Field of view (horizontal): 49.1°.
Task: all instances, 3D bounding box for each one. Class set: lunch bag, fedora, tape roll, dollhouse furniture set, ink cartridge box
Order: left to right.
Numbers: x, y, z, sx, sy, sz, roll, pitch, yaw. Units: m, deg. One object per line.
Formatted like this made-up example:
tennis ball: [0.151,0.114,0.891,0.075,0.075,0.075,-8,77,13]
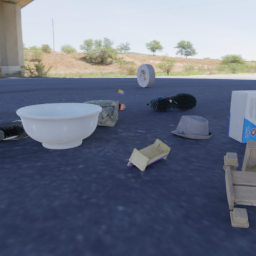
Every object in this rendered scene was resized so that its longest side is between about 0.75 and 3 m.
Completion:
lunch bag: [-1.292,-0.673,11.689,1.705,1.002,1.398,5,13,2]
tape roll: [1.855,-5.424,29.023,0.789,2.389,2.389,-7,15,-28]
fedora: [2.241,-0.081,9.777,1.314,0.671,1.486,-2,13,-24]
ink cartridge box: [4.571,-0.411,9.186,2.193,1.601,0.925,-2,13,-11]
dollhouse furniture set: [2.630,1.217,5.108,1.662,0.952,1.949,2,37,13]

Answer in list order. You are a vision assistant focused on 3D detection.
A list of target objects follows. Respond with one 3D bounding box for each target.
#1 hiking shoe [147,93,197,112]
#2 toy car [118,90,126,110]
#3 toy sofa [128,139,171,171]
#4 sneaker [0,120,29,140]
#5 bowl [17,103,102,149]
hiking shoe: [2.379,-1.430,14.996,2.581,0.960,1.119,-3,15,-14]
toy car: [-0.304,-1.543,15.347,0.410,1.232,0.604,9,-8,-20]
toy sofa: [0.540,0.727,7.051,0.472,0.556,1.140,36,30,25]
sneaker: [-4.022,0.153,9.052,1.902,0.632,0.861,-2,16,8]
bowl: [-2.066,-0.055,8.675,2.549,1.146,2.549,1,13,0]
